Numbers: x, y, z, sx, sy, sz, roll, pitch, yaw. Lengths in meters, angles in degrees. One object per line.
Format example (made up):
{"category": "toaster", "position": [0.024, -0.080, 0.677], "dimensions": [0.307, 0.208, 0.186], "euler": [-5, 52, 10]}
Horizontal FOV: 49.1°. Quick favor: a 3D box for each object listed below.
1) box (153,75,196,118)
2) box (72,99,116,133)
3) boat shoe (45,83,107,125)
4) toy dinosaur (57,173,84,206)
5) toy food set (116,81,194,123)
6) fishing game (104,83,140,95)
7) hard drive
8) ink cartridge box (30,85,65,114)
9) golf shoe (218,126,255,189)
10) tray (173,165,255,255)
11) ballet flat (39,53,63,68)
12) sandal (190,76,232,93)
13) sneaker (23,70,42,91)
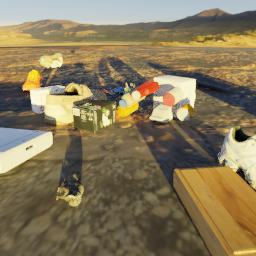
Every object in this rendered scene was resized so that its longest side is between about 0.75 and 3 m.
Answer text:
{"category": "box", "position": [1.436, -1.011, 8.803], "dimensions": [0.738, 1.123, 1.129], "euler": [-17, 26, -39]}
{"category": "box", "position": [-0.902, -0.360, 7.700], "dimensions": [0.765, 0.641, 1.031], "euler": [12, 23, 30]}
{"category": "boat shoe", "position": [-1.506, -0.930, 8.852], "dimensions": [1.033, 0.935, 2.899], "euler": [8, 21, 20]}
{"category": "toy dinosaur", "position": [-0.888, 1.015, 4.506], "dimensions": [0.414, 0.312, 0.810], "euler": [15, 14, 1]}
{"category": "toy food set", "position": [0.604, -0.635, 7.907], "dimensions": [2.285, 1.091, 1.028], "euler": [15, 34, 36]}
{"category": "fishing game", "position": [0.219, -1.690, 11.889], "dimensions": [2.351, 0.366, 1.684], "euler": [-7, 18, -18]}
{"category": "hard drive", "position": [-3.380, 0.324, 5.858], "dimensions": [2.934, 0.392, 1.936], "euler": [3, 13, 11]}
{"category": "ink cartridge box", "position": [-2.584, -0.937, 9.156], "dimensions": [0.432, 0.748, 1.029], "euler": [18, 26, 41]}
{"category": "golf shoe", "position": [2.325, 0.537, 4.880], "dimensions": [0.707, 0.877, 1.805], "euler": [-8, 23, -28]}
{"category": "tray", "position": [1.405, 1.144, 3.929], "dimensions": [0.989, 0.371, 2.005], "euler": [-3, 21, -8]}
{"category": "ballet flat", "position": [-2.339, -2.099, 8.908], "dimensions": [0.410, 0.443, 1.256], "euler": [39, 27, 0]}
{"category": "sandal", "position": [3.562, -1.864, 12.412], "dimensions": [0.756, 0.426, 1.988], "euler": [-25, 40, -37]}
{"category": "sneaker", "position": [-4.219, -2.088, 12.324], "dimensions": [0.767, 0.811, 2.103], "euler": [-3, 21, -12]}
